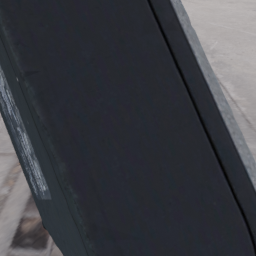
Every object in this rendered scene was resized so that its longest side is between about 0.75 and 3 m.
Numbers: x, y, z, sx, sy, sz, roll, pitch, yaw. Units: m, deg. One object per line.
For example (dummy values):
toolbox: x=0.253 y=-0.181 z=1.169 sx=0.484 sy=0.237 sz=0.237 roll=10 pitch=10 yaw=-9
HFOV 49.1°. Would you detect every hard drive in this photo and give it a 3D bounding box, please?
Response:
hard drive: x=-0.582 y=-0.121 z=1.834 sx=0.445 sy=1.891 sz=2.709 roll=-21 pitch=-5 yaw=-24
